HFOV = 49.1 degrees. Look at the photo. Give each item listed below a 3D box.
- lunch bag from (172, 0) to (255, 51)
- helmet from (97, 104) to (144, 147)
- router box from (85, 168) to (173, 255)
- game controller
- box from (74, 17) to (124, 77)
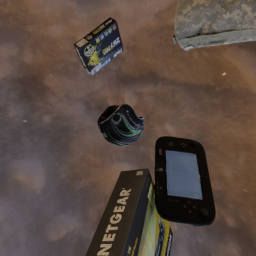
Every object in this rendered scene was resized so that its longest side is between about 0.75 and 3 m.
[{"bbox_3d":[2.263,-2.774,6.439,2.260,1.575,1.896,7,65,42],"label":"lunch bag"},{"bbox_3d":[-0.123,-0.048,6.484,1.003,1.003,0.956,-46,110,-10],"label":"helmet"},{"bbox_3d":[0.145,2.393,5.371,0.683,2.617,2.058,-10,118,22],"label":"router box"},{"bbox_3d":[1.203,1.066,6.266,1.235,0.498,2.367,15,40,-7],"label":"game controller"},{"bbox_3d":[-0.763,-2.221,7.734,1.323,1.067,0.325,-42,61,-15],"label":"box"}]
